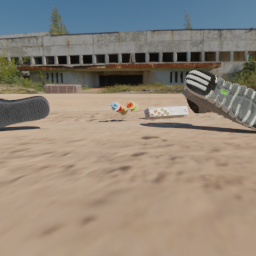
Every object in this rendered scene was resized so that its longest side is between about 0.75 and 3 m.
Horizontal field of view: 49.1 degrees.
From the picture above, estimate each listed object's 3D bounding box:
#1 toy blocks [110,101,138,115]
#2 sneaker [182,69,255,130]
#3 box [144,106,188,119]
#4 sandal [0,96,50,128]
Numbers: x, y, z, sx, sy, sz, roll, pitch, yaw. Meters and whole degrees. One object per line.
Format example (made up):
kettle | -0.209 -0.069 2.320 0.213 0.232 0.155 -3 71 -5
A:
toy blocks | -0.139 -0.674 8.631 0.679 0.296 0.815 -15 -17 23
sneaker | 2.496 -0.594 7.357 2.413 0.905 1.394 32 -14 6
box | 1.387 -0.562 10.025 1.716 0.332 0.356 -5 -10 -28
sandal | -3.059 -0.416 6.993 2.123 0.807 0.455 -3 23 -19
